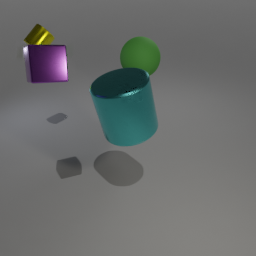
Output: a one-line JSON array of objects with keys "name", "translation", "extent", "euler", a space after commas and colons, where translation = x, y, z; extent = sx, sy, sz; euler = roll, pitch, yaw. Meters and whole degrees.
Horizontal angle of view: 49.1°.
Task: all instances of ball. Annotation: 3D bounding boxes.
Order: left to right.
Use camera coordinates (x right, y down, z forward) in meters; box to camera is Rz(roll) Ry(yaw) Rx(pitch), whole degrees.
[{"name": "ball", "translation": [0.423, -2.432, 9.691], "extent": [1.400, 1.400, 1.400], "euler": [0, 30, 0]}]

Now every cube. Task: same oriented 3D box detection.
[{"name": "cube", "translation": [-1.630, -1.262, 5.552], "extent": [0.700, 0.700, 0.700], "euler": [-7, 13, -25]}]

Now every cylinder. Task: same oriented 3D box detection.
[{"name": "cylinder", "translation": [-2.839, -2.833, 8.974], "extent": [0.700, 0.700, 0.700], "euler": [-53, 45, -3]}, {"name": "cylinder", "translation": [-0.062, -0.517, 6.722], "extent": [1.400, 1.400, 1.400], "euler": [-10, 36, 7]}]
